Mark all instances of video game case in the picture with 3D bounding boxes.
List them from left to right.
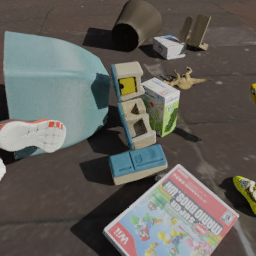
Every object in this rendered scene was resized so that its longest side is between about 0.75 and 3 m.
[{"bbox_3d":[1.022,2.104,6.156,1.864,0.227,2.606,41,53,22],"label":"video game case"}]

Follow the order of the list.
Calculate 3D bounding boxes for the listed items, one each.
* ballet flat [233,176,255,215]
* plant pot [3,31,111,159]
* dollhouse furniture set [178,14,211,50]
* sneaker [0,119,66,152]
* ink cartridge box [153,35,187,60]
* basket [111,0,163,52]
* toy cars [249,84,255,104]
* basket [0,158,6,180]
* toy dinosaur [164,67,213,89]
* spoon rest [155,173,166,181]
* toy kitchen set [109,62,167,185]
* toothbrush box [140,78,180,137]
[{"bbox_3d":[3.079,1.590,6.956,0.444,0.445,1.328,-7,39,-9],"label":"ballet flat"},{"bbox_3d":[-2.123,-1.109,8.635,2.884,2.832,2.824,-5,38,-19],"label":"plant pot"},{"bbox_3d":[3.366,-4.712,13.670,1.577,1.351,1.658,30,21,32],"label":"dollhouse furniture set"},{"bbox_3d":[-2.278,0.063,6.455,0.848,0.798,2.071,18,3,26],"label":"sneaker"},{"bbox_3d":[2.042,-4.006,13.836,1.065,0.624,1.474,-15,42,-18],"label":"ink cartridge box"},{"bbox_3d":[0.342,-5.214,14.483,2.415,1.822,2.678,27,47,1],"label":"basket"},{"bbox_3d":[3.602,-0.593,7.332,1.381,0.306,0.619,36,61,-14],"label":"toy cars"},{"bbox_3d":[-4.447,0.972,6.273,1.904,2.347,2.368,2,39,9],"label":"basket"},{"bbox_3d":[2.412,-1.973,11.511,1.960,0.570,0.991,-5,54,6],"label":"toy dinosaur"},{"bbox_3d":[1.062,1.614,6.962,0.673,0.411,1.354,-13,40,-16],"label":"spoon rest"},{"bbox_3d":[-0.037,-0.168,7.361,1.451,1.973,2.463,-15,51,-5],"label":"toy kitchen set"},{"bbox_3d":[0.966,-0.651,8.909,0.653,1.516,1.104,-26,46,-30],"label":"toothbrush box"}]
